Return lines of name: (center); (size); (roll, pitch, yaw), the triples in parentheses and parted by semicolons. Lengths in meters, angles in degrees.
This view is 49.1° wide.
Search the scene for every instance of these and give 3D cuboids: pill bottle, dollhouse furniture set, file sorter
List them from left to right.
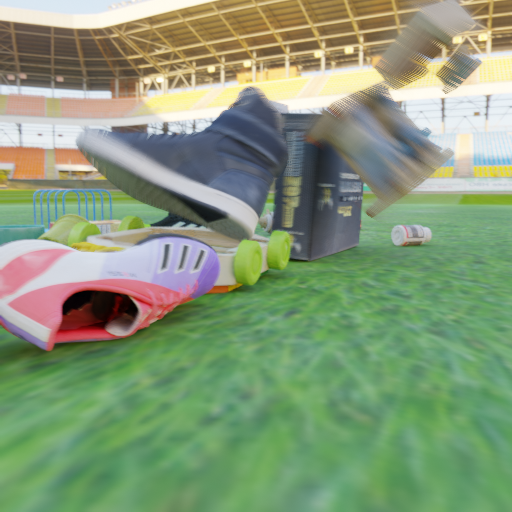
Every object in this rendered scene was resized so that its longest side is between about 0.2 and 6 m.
file sorter: (-4.686, -1.091, 14.279); (1.363, 1.205, 1.964); (-5, 8, -42)
dollhouse furniture set: (2.091, -1.948, 7.655); (1.559, 1.568, 2.225); (-33, -10, -39)
pill bottle: (3.322, -0.435, 11.933); (0.793, 0.439, 0.439); (-2, 7, -25)

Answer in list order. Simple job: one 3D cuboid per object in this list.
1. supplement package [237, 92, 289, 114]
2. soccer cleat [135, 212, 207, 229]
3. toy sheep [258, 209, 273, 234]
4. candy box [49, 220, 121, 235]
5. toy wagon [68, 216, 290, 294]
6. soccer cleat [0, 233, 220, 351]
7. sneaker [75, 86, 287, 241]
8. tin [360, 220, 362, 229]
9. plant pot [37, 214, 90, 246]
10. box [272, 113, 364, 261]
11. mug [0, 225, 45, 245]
supplement package: (0.018, -2.275, 10.092); (0.926, 0.659, 1.189); (16, -13, 0)
soccer cleat: (-1.056, -0.354, 9.084); (2.042, 0.828, 0.689); (-1, -28, -6)
toy sheep: (0.518, -0.861, 14.731); (0.982, 0.677, 0.677); (4, 5, -17)
candy box: (-3.612, -0.539, 12.619); (0.994, 0.476, 1.723); (6, 9, 40)
toy wagon: (-1.091, -0.018, 7.022); (2.492, 0.636, 3.212); (7, 11, 20)
soccer cleat: (-1.031, 0.321, 4.752); (0.896, 0.835, 2.449); (34, 19, 30)
sneaker: (-0.920, -1.623, 7.925); (2.790, 2.016, 1.061); (24, -17, 5)
tin: (2.370, -0.959, 16.956); (1.694, 0.355, 0.949); (5, 4, 38)
plant pot: (-2.901, -0.135, 8.389); (0.823, 0.823, 0.757); (1, 18, 12)
box: (1.259, -1.258, 10.334); (0.773, 2.391, 3.032); (8, 9, 26)
mug: (-3.711, -0.163, 8.837); (0.823, 0.619, 1.001); (1, 6, 13)
